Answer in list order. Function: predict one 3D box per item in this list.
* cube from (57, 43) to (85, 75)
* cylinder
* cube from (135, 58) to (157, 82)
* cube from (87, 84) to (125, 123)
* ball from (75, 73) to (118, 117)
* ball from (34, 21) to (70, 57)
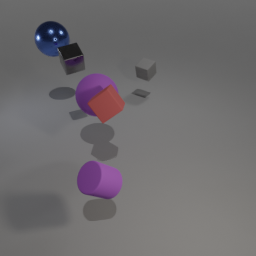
[{"bbox_3d":[-1.938,-2.375,9.629,0.700,0.700,0.700,-21,61,-16],"label":"cube"},{"bbox_3d":[-0.592,1.107,5.925,0.700,0.700,0.700,33,2,41],"label":"cylinder"},{"bbox_3d":[0.833,-2.717,13.010,0.700,0.700,0.700,25,59,28],"label":"cube"},{"bbox_3d":[-0.581,-0.677,7.726,0.700,0.700,0.700,-34,14,15],"label":"cube"},{"bbox_3d":[-1.009,-1.072,9.157,1.400,1.400,1.400,0,32,0],"label":"ball"},{"bbox_3d":[-3.093,-3.629,11.450,1.400,1.400,1.400,0,32,0],"label":"ball"}]
